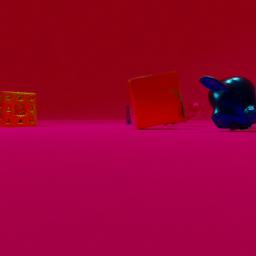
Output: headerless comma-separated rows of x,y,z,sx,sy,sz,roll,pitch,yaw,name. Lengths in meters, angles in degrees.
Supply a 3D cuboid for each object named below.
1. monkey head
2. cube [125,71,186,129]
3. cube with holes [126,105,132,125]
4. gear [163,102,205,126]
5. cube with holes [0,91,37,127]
2.380,-0.568,5.819,1.896,1.142,1.364,8,-9,-26,monkey head
0.660,-0.709,7.331,1.223,1.223,1.223,-11,4,-4,cube
0.528,-0.600,13.041,0.901,0.901,0.901,1,2,33,cube with holes
1.999,-0.515,10.627,1.763,0.326,1.763,-10,-13,-3,gear
-4.107,-0.648,10.075,1.176,1.176,1.176,-2,2,-42,cube with holes
